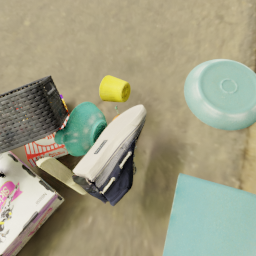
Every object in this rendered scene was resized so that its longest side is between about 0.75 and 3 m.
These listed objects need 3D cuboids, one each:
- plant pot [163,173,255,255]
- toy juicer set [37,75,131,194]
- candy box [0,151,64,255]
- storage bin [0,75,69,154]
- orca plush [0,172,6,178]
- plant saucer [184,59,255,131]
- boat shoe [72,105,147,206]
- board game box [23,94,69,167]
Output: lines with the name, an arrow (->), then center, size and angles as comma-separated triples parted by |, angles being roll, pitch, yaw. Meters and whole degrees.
plant pot -> 2.042, 2.082, 5.169 | 2.471, 1.746, 1.745 | 10, 73, 16
toy juicer set -> -0.861, 0.299, 6.224 | 0.803, 1.878, 2.952 | 15, 47, 26
candy box -> -3.141, 1.554, 6.158 | 2.602, 0.931, 2.183 | 36, 71, 14
storage bin -> -2.253, -0.185, 5.322 | 1.942, 1.313, 0.911 | -19, 108, 4
orca plush -> -2.732, 0.902, 5.360 | 0.377, 1.059, 0.557 | -24, 72, 16
plant saucer -> 2.681, -1.042, 7.587 | 2.261, 0.406, 2.261 | 0, 66, 0
boat shoe -> -0.129, 0.533, 5.583 | 2.101, 0.784, 0.974 | -50, 116, -26
board game box -> -1.989, 0.017, 6.968 | 1.232, 0.377, 1.626 | -21, 57, -10
